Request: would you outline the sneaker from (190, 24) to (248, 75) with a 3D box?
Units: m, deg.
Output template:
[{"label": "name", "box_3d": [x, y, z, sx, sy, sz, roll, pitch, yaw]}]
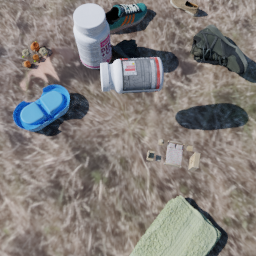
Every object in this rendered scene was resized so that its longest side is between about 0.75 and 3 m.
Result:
[{"label": "sneaker", "box_3d": [3.628, -3.015, 11.633, 1.568, 1.046, 2.737, -31, 69, -10]}]

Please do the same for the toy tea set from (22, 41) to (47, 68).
[{"label": "toy tea set", "box_3d": [-4.119, -3.143, 12.068, 0.744, 0.463, 1.252, 48, 70, -14]}]

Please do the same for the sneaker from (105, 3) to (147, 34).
[{"label": "sneaker", "box_3d": [-0.140, -5.074, 12.470, 2.376, 0.949, 0.848, -31, 71, -12]}]

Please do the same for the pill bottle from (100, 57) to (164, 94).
[{"label": "pill bottle", "box_3d": [0.101, -1.646, 8.848, 1.888, 1.094, 1.094, -4, 68, -6]}]

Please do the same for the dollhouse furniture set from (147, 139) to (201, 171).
[{"label": "dollhouse furniture set", "box_3d": [1.069, 0.576, 6.590, 1.168, 0.517, 0.605, 12, 72, 4]}]

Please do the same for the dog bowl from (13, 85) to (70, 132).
[{"label": "dog bowl", "box_3d": [-3.298, -0.727, 10.943, 2.288, 0.567, 1.275, -36, 72, -14]}]

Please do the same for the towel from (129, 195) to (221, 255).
[{"label": "towel", "box_3d": [1.530, 3.802, 9.162, 2.046, 0.503, 2.758, 40, 73, 15]}]

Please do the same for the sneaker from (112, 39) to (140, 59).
[{"label": "sneaker", "box_3d": [0.258, -3.129, 11.833, 1.036, 0.691, 1.808, -45, 69, -9]}]

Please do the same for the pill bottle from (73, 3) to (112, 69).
[{"label": "pill bottle", "box_3d": [-1.381, -3.548, 11.061, 1.375, 2.425, 1.375, 0, 68, 0]}]

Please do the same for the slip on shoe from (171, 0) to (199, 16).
[{"label": "slip on shoe", "box_3d": [2.645, -5.741, 13.014, 1.450, 0.439, 0.551, 39, 73, 14]}]
